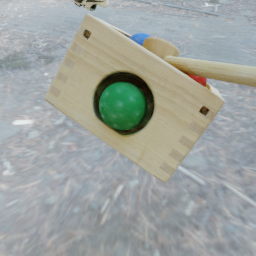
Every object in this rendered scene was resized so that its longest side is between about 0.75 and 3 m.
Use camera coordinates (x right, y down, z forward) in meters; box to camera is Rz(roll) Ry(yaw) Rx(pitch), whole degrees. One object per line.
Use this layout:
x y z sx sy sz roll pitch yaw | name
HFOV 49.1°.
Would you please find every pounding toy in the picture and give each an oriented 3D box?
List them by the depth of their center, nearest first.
0.351 -0.467 3.209 1.872 1.445 2.033 34 17 6 | pounding toy

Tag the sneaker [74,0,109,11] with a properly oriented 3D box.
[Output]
-1.238 -3.568 7.652 1.769 0.783 0.656 23 56 38 | sneaker
